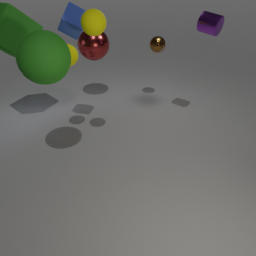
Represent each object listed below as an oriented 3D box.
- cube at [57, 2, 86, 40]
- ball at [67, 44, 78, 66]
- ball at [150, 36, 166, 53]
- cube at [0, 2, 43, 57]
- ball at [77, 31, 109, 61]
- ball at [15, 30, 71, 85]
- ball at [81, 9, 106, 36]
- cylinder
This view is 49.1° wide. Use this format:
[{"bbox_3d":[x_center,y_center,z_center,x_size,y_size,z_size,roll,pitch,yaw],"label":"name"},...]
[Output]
[{"bbox_3d":[-1.740,-3.391,8.912,0.700,0.700,0.700,24,69,-19],"label":"cube"},{"bbox_3d":[-1.941,-2.314,8.921,0.700,0.700,0.700,0,31,0],"label":"ball"},{"bbox_3d":[1.289,-3.633,12.187,0.700,0.700,0.700,0,31,0],"label":"ball"},{"bbox_3d":[-4.189,-3.412,9.922,1.400,1.400,1.400,26,0,40],"label":"cube"},{"bbox_3d":[-1.525,-3.701,12.394,1.400,1.400,1.400,0,31,0],"label":"ball"},{"bbox_3d":[-2.206,-1.844,7.366,1.400,1.400,1.400,0,31,0],"label":"ball"},{"bbox_3d":[-0.941,-2.882,7.653,0.700,0.700,0.700,0,31,0],"label":"ball"},{"bbox_3d":[2.857,-3.616,9.707,0.700,0.700,0.700,29,40,26],"label":"cylinder"}]
